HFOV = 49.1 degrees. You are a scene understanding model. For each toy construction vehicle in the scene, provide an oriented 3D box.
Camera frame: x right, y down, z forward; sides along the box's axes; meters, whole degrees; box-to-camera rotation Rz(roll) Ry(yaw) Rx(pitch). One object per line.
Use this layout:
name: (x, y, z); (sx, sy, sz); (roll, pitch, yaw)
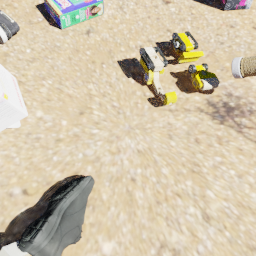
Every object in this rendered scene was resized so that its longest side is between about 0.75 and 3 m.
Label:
toy construction vehicle: (1.602, -2.004, 9.381); (2.291, 0.927, 2.631); (-14, 60, -22)

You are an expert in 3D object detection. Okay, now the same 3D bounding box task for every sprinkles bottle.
sprinkles bottle: (3.700, -1.689, 7.441); (1.753, 0.598, 0.598); (1, 48, 43)

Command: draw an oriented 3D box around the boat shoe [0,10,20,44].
boat shoe: (-5.377, -4.366, 10.714); (2.980, 1.101, 0.899); (37, 64, 19)

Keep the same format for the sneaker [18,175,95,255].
sneaker: (-1.436, 2.105, 6.576); (1.091, 0.913, 2.403); (55, 43, -17)

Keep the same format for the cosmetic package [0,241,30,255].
cosmetic package: (-2.542, 2.936, 5.855); (0.379, 0.561, 1.067); (37, 102, 23)

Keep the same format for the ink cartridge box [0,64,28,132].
ink cartridge box: (-4.191, -0.961, 7.667); (1.674, 2.674, 1.718); (-30, 60, 2)

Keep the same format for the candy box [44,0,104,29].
candy box: (-2.211, -5.016, 11.346); (1.940, 0.747, 1.640); (-29, 62, -17)

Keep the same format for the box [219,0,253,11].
box: (4.472, -6.031, 11.217); (1.195, 2.082, 1.376); (-6, 56, -4)
